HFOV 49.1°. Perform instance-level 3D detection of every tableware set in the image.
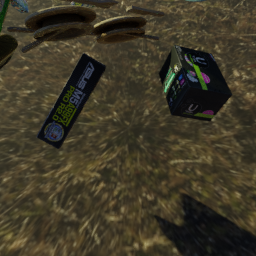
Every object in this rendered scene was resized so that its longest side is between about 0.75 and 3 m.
[{"bbox_3d":[-0.646,-1.868,5.529,1.827,0.554,2.764,-4,8,42],"label":"tableware set"}]

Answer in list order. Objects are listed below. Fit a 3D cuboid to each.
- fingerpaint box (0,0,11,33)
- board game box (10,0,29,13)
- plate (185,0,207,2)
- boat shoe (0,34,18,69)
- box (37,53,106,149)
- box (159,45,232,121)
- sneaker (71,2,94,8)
[{"bbox_3d":[-3.137,-2.694,5.678,0.799,2.179,1.818,-4,65,-39],"label":"fingerpaint box"},{"bbox_3d":[-2.888,-3.574,6.889,0.251,1.373,1.039,-8,94,3],"label":"board game box"},{"bbox_3d":[1.757,-4.160,6.402,0.303,2.374,2.374,-5,43,-51],"label":"plate"},{"bbox_3d":[-3.448,-1.526,6.800,0.680,0.625,1.903,39,62,-1],"label":"boat shoe"},{"bbox_3d":[-0.908,-0.526,4.928,0.399,1.800,1.442,29,95,-9],"label":"box"},{"bbox_3d":[1.223,-0.851,5.324,0.899,0.753,1.211,7,48,-19],"label":"box"},{"bbox_3d":[-0.629,-3.102,6.260,0.985,1.876,0.710,18,10,-20],"label":"sneaker"}]
